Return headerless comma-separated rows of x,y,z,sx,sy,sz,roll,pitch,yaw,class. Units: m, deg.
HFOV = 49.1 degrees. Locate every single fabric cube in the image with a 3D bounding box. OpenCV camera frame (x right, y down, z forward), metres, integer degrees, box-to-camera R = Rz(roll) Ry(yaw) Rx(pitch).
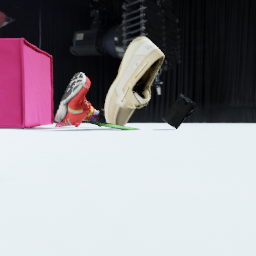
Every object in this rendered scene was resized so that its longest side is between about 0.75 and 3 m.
-4.033,-1.267,8.886,2.583,2.542,2.591,1,2,3,fabric cube

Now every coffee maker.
1.294,-0.443,7.295,0.560,0.831,0.799,41,16,30,coffee maker

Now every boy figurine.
-1.674,-0.630,10.905,2.369,0.763,1.473,20,13,35,boy figurine

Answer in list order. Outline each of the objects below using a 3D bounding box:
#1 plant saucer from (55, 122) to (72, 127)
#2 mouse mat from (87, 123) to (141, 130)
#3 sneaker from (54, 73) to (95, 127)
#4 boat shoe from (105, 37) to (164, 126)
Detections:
-2.306,-0.158,10.363,0.800,0.203,0.800,-4,1,0,plant saucer
-0.339,-0.048,6.680,1.087,0.041,0.874,11,6,27,mouse mat
-1.471,-0.776,8.589,1.069,0.970,2.518,24,-29,-13,sneaker
0.167,-1.044,8.005,1.010,2.919,1.076,41,41,26,boat shoe
